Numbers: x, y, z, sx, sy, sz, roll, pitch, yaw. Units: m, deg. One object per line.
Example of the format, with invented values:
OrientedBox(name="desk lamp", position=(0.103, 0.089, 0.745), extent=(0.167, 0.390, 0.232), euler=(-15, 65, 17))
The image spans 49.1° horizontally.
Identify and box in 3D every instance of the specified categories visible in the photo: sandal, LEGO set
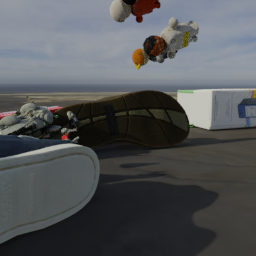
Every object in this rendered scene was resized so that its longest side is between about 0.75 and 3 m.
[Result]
OrientedBox(name="sandal", position=(-0.160, -0.065, 5.758), extent=(2.931, 1.198, 0.800), euler=(-10, -1, -13))
OrientedBox(name="LEGO set", position=(-1.594, -0.016, 4.492), extent=(1.798, 0.785, 2.769), euler=(-31, 23, -34))

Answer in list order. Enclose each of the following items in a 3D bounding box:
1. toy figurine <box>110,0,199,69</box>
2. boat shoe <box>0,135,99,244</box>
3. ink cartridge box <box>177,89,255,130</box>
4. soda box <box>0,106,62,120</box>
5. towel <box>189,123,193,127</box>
OrientedBox(name="toy figurine", position=(0.702, -3.363, 8.926), extent=(1.875, 2.654, 2.696), euler=(-22, 10, -12))
OrientedBox(name="boat shoe", position=(-1.393, 0.447, 2.177), extent=(0.827, 1.001, 2.674), euler=(8, 11, 37))
OrientedBox(name="ink cartridge box", position=(3.159, -0.674, 8.900), extent=(2.636, 1.153, 1.915), euler=(-2, 8, -19))
OrientedBox(name="soda box", position=(-2.358, -0.083, 6.452), extent=(1.974, 0.626, 0.691), euler=(-12, 15, -42))
OrientedBox(name="towel", position=(1.412, -0.104, 8.643), extent=(0.758, 0.156, 1.016), euler=(-7, 13, -26))
